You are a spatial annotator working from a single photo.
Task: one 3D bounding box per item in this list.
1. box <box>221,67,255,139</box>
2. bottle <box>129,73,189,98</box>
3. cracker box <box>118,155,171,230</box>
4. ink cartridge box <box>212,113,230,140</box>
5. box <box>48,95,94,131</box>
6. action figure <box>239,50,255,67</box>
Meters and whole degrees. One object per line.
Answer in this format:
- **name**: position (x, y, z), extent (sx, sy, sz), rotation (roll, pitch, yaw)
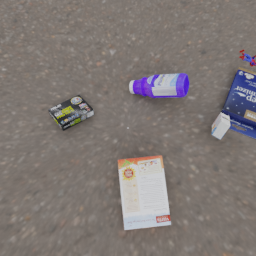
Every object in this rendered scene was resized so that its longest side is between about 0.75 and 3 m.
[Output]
- **box**: position (3.824, -0.839, 8.862), extent (1.355, 0.362, 2.237), rotation (23, 66, 12)
- **bottle**: position (0.933, -1.297, 8.670), extent (1.821, 0.595, 0.761), rotation (3, 46, 28)
- **cracker box**: position (0.391, 1.661, 7.293), extent (1.179, 0.508, 1.761), rotation (-5, 76, -3)
- **ink cartridge box**: position (2.699, -0.102, 8.156), extent (0.301, 0.511, 0.887), rotation (29, 28, 4)
- **box**: position (-1.729, -0.488, 8.562), extent (1.116, 0.247, 0.894), rotation (-29, 54, -22)
- **action figure**: position (3.970, -2.203, 8.879), extent (0.483, 0.976, 0.318), rotation (-3, 78, 46)
